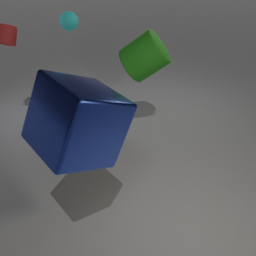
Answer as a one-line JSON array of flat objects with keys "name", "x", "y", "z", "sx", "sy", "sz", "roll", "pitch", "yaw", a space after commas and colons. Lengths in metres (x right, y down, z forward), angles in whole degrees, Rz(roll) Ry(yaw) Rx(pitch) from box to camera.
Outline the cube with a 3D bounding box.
[{"name": "cube", "x": -0.948, "y": -0.133, "z": 5.326, "sx": 1.400, "sy": 1.400, "sz": 1.400, "roll": 0, "pitch": 28, "yaw": -47}]

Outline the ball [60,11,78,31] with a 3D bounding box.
[{"name": "ball", "x": -2.235, "y": -4.051, "z": 10.611, "sx": 0.700, "sy": 0.700, "sz": 0.700, "roll": 0, "pitch": 31, "yaw": 0}]

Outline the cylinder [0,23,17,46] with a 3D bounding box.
[{"name": "cylinder", "x": -4.501, "y": -3.443, "z": 10.382, "sx": 0.700, "sy": 0.700, "sz": 0.700, "roll": 8, "pitch": 10, "yaw": -1}]

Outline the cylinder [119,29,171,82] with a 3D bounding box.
[{"name": "cylinder", "x": 0.619, "y": -2.612, "z": 10.228, "sx": 1.400, "sy": 1.400, "sz": 1.400, "roll": -30, "pitch": 23, "yaw": 24}]
